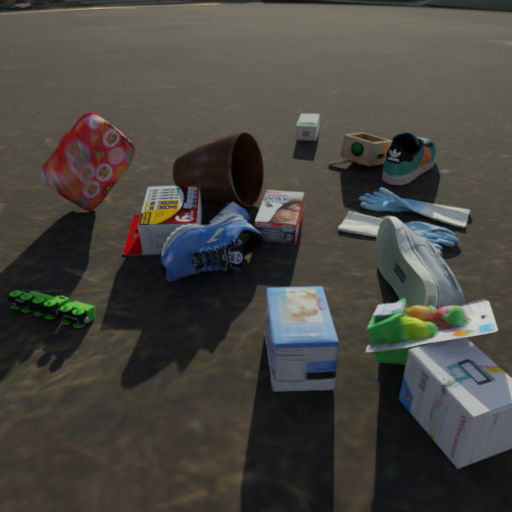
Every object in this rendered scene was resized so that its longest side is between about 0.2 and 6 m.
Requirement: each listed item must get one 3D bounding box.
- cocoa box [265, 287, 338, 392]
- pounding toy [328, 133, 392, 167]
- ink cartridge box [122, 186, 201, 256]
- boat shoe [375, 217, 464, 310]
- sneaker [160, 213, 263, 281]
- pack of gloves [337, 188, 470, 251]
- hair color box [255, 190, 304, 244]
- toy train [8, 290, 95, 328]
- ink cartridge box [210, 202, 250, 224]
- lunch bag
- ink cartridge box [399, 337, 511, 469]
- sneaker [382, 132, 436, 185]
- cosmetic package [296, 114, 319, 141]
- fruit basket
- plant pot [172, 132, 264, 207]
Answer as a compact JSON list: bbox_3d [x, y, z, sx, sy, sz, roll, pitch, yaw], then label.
[{"bbox_3d":[0.668,1.261,8.774,0.976,0.960,1.463,-2,31,-3],"label":"cocoa box"},{"bbox_3d":[2.953,-2.922,15.938,1.194,0.922,1.297,27,30,35],"label":"pounding toy"},{"bbox_3d":[-2.060,-0.807,12.355,1.640,0.783,1.868,-3,32,-3],"label":"ink cartridge box"},{"bbox_3d":[3.080,0.205,10.689,1.009,0.989,2.834,8,32,-13],"label":"boat shoe"},{"bbox_3d":[-0.826,-0.138,11.068,1.103,0.972,2.475,27,40,37],"label":"sneaker"},{"bbox_3d":[3.478,-1.007,12.958,2.637,0.520,2.216,13,33,21],"label":"pack of gloves"},{"bbox_3d":[0.554,-0.923,12.796,0.929,0.536,1.675,5,33,8],"label":"hair color box"},{"bbox_3d":[-3.649,0.893,10.005,1.737,0.362,0.490,13,23,20],"label":"toy train"},{"bbox_3d":[-0.591,-0.795,12.493,0.726,0.306,0.525,-42,43,-13],"label":"ink cartridge box"},{"bbox_3d":[-3.958,-2.218,13.045,0.844,1.815,2.060,34,86,26],"label":"lunch bag"},{"bbox_3d":[2.785,1.947,7.622,0.978,0.982,1.339,-11,34,-19],"label":"ink cartridge box"},{"bbox_3d":[4.353,-2.936,15.522,1.010,1.131,2.831,18,36,27],"label":"sneaker"},{"bbox_3d":[1.685,-4.175,18.163,0.659,0.520,1.225,3,33,9],"label":"cosmetic package"},{"bbox_3d":[2.634,1.014,8.517,1.810,0.848,1.676,-20,3,21],"label":"fruit basket"},{"bbox_3d":[-1.038,-2.062,13.807,1.894,1.771,1.771,0,28,26],"label":"plant pot"}]
